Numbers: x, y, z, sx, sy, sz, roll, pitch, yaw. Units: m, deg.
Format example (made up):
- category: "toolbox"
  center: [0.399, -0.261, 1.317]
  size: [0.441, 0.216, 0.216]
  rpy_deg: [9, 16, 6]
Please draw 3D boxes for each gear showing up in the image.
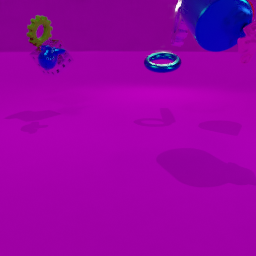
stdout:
- category: "gear"
  center: [2.138, -4.298, 11.188]
  size: [0.363, 1.964, 1.964]
  rpy_deg: [8, 17, -3]
- category: "gear"
  center: [-3.480, -3.812, 11.074]
  size: [0.219, 1.183, 1.183]
  rpy_deg: [25, 25, 19]

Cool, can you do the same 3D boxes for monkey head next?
- category: "monkey head"
  center: [2.886, -1.934, 6.197]
  size: [0.888, 1.235, 0.744]
  rpy_deg: [35, 30, 26]
- category: "monkey head"
  center: [-2.537, -2.331, 9.348]
  size: [0.910, 0.762, 1.265]
  rpy_deg: [-2, -3, -20]

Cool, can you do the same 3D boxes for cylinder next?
- category: "cylinder"
  center: [2.098, -2.775, 6.831]
  size: [1.344, 1.344, 1.344]
  rpy_deg: [-3, 45, -9]

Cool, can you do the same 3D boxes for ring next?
- category: "ring"
  center: [1.215, -2.316, 9.858]
  size: [1.322, 0.264, 1.322]
  rpy_deg: [-3, 38, 2]

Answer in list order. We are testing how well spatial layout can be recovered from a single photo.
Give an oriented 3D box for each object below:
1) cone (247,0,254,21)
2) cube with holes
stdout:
- category: "cone"
  center: [3.688, -3.382, 9.224]
  size: [1.458, 1.458, 1.464]
  rpy_deg: [-1, 38, -2]
- category: "cube with holes"
  center: [-2.922, -2.696, 10.771]
  size: [0.981, 0.981, 0.981]
  rpy_deg: [16, 57, 41]
